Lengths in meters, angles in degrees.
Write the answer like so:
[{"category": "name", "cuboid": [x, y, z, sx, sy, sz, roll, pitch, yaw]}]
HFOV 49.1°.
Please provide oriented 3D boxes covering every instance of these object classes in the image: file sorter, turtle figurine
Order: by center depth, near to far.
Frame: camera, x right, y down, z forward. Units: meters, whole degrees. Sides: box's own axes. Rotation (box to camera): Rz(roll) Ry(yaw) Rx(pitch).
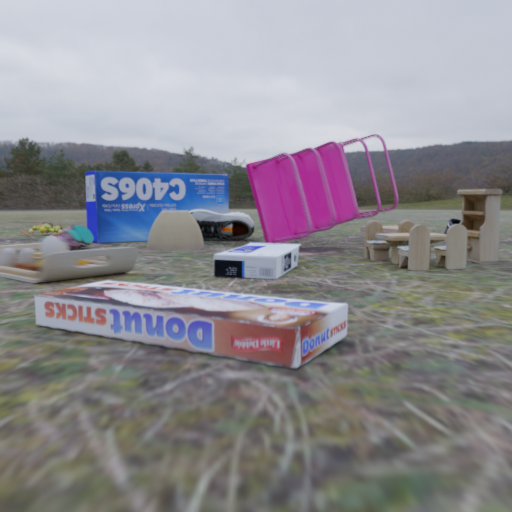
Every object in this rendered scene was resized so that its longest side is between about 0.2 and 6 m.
[{"category": "file sorter", "cuboid": [1.554, -1.529, 12.526, 2.767, 1.923, 1.735, -18, 7, -30]}, {"category": "turtle figurine", "cuboid": [-6.231, -0.808, 16.578, 1.239, 0.399, 0.999, 0, 6, 3]}]

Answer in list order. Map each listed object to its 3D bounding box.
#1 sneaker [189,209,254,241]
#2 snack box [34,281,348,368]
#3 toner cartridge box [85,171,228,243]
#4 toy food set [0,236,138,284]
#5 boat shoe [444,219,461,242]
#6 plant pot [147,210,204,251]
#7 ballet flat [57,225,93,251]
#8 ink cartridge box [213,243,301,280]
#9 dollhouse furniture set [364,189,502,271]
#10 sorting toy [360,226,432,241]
[{"category": "sneaker", "cuboid": [-1.079, -0.755, 14.410, 2.162, 0.799, 0.857, -2, 16, -11]}, {"category": "snack box", "cuboid": [-0.612, 0.497, 4.671, 2.573, 0.313, 0.925, 3, 7, 29]}, {"category": "toner cartridge box", "cuboid": [-2.518, -1.310, 14.808, 3.753, 1.783, 0.810, -5, 9, -34]}, {"category": "toy food set", "cuboid": [-2.958, -0.038, 8.286, 2.036, 0.615, 1.461, 6, 9, 41]}, {"category": "boat shoe", "cuboid": [4.993, -0.567, 13.271, 0.713, 0.615, 1.961, 0, 6, -4]}, {"category": "plant pot", "cuboid": [-1.789, -0.585, 12.428, 1.254, 0.842, 1.254, 0, 5, 0]}, {"category": "ballet flat", "cuboid": [-3.912, -0.331, 11.848, 0.562, 0.546, 1.580, -33, 7, 0]}, {"category": "ink cartridge box", "cuboid": [0.086, 0.052, 8.684, 0.945, 0.373, 1.900, 2, 8, 16]}, {"category": "dollhouse furniture set", "cuboid": [3.071, -0.504, 9.600, 1.953, 1.271, 1.794, -1, 6, -11]}, {"category": "sorting toy", "cuboid": [3.335, -0.481, 13.402, 1.197, 0.419, 1.204, -4, 7, -35]}]
